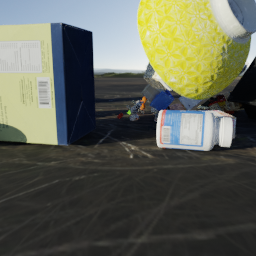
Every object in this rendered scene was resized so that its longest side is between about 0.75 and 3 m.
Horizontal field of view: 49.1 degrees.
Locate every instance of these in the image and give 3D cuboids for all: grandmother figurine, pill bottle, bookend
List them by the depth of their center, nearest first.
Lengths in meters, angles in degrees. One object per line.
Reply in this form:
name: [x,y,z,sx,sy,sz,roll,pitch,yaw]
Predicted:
pill bottle: [1.542,0.059,6.565,1.644,0.923,0.923,4,13,13]
bookend: [5.404,-1.141,10.369,2.790,2.773,1.285,45,-16,-33]
grandmother figurine: [1.660,-0.758,11.524,1.442,0.437,0.875,-5,27,-11]

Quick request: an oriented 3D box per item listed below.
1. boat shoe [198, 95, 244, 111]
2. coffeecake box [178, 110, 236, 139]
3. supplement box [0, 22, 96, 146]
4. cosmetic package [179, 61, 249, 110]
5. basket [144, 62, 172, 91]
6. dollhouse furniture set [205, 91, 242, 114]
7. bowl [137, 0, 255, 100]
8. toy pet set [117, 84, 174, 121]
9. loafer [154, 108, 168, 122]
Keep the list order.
boat shoe: [4.165,-1.167,12.763,2.239,0.702,0.819,13,17,41]
coffeecake box: [2.001,-0.125,8.073,1.704,0.623,1.308,-1,12,-3]
supplement box: [-2.606,-1.210,7.665,2.902,2.905,1.950,3,13,14]
cosmetic package: [3.450,-1.783,11.290,2.730,0.705,2.058,-40,-7,18]
basket: [0.954,-1.643,7.718,0.650,1.054,0.715,7,-18,40]
dollhouse furniture set: [3.611,-0.974,10.582,2.148,0.874,1.156,-12,-10,-32]
bowl: [1.834,-2.263,6.154,2.967,2.967,1.597,-9,-8,-37]
toy pet set: [0.800,-0.804,10.703,1.048,1.842,1.973,45,22,6]
loafer: [1.249,-0.507,10.370,0.449,0.393,1.249,5,13,20]
